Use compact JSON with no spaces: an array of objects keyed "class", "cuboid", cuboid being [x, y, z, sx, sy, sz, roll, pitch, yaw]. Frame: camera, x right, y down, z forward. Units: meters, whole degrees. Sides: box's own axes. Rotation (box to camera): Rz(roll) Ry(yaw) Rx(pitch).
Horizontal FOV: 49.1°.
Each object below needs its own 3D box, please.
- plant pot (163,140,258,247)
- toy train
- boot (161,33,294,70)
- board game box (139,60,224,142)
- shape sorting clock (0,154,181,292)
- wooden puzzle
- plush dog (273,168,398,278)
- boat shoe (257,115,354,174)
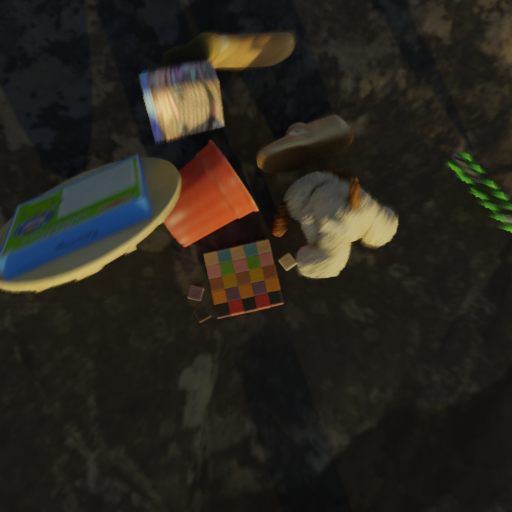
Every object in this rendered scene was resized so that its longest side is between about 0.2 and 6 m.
[{"class":"plant pot","cuboid":[-1.009,-1.031,10.167,1.505,1.547,1.547,-35,78,0]},{"class":"toy train","cuboid":[4.275,-1.176,10.416,0.392,0.530,1.879,-41,87,13]},{"class":"boot","cuboid":[-0.545,-3.735,10.657,2.005,1.756,0.663,-20,102,-41]},{"class":"board game box","cuboid":[-1.270,-2.680,9.715,1.268,1.011,0.614,-14,53,-6]},{"class":"shape sorting clock","cuboid":[-2.917,-0.627,9.495,3.549,3.549,0.696,-26,120,-7]},{"class":"wooden puzzle","cuboid":[-0.256,0.431,10.393,2.113,0.148,1.253,-12,76,-3]},{"class":"plush dog","cuboid":[1.246,-0.871,10.028,2.113,1.695,1.815,-32,42,-19]},{"class":"boat shoe","cuboid":[0.862,-2.168,10.783,2.051,0.731,0.662,-20,62,-20]}]
